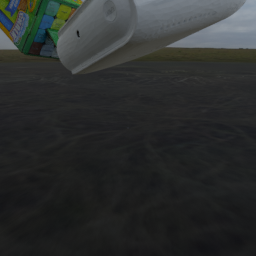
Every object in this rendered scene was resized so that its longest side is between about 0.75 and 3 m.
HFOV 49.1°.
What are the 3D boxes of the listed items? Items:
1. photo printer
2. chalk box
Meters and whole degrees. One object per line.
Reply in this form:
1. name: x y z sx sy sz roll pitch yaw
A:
1. photo printer: 0.261 -1.481 3.779 1.960 0.818 2.356 -25 10 -28
2. chalk box: -1.876 -2.502 6.323 2.242 1.389 1.399 45 28 22
